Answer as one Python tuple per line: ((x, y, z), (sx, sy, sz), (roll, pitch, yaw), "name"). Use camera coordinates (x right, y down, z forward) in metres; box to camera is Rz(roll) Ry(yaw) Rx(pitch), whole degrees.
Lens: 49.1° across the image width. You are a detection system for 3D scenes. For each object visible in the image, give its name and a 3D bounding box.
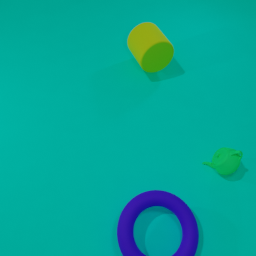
((0.749, -2.720, 9.473), (1.217, 1.217, 1.217), (-19, 54, -11), "cylinder")
((0.726, 2.498, 6.726), (1.999, 0.400, 1.999), (3, 68, -7), "ring")
((2.616, 0.878, 7.686), (0.614, 1.254, 0.780), (33, 52, -18), "teapot")
